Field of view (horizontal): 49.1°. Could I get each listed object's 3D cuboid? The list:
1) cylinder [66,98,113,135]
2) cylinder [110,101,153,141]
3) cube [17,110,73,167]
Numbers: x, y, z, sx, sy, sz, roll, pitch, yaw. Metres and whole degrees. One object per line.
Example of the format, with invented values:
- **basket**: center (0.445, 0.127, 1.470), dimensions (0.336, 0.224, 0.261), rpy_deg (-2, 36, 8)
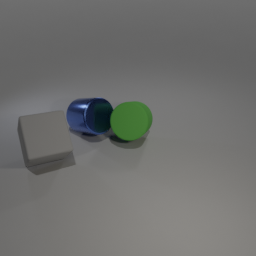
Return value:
- **cylinder**: center (-1.488, -0.482, 11.018), dimensions (1.400, 1.400, 1.400), rpy_deg (-25, 19, -36)
- **cylinder**: center (0.165, -0.304, 10.635), dimensions (1.400, 1.400, 1.400), rpy_deg (6, 7, 11)
- **cube**: center (-2.772, 0.370, 9.259), dimensions (1.400, 1.400, 1.400), rpy_deg (-11, -12, -26)
